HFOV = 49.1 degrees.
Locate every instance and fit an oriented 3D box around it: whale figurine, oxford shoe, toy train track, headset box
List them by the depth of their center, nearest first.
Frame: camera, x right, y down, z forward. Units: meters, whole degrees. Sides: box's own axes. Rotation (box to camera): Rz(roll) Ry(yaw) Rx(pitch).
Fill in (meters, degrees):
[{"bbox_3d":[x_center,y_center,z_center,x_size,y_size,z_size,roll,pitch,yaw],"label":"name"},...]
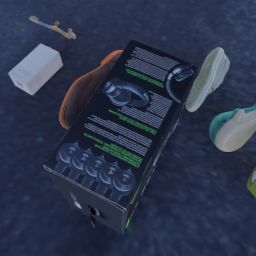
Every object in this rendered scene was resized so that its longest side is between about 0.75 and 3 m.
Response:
[{"bbox_3d":[-0.082,0.398,5.351,1.369,2.570,2.952,25,63,11],"label":"headset box"},{"bbox_3d":[2.553,-0.141,6.515,1.496,1.190,0.776,-39,49,0],"label":"whale figurine"},{"bbox_3d":[-0.630,-0.927,6.763,2.528,0.900,0.917,-50,42,-12],"label":"oxford shoe"},{"bbox_3d":[2.154,-1.227,7.359,0.607,0.790,2.102,39,65,-17],"label":"oxford shoe"},{"bbox_3d":[-2.176,-2.997,8.171,1.544,0.885,0.251,25,94,13],"label":"toy train track"}]

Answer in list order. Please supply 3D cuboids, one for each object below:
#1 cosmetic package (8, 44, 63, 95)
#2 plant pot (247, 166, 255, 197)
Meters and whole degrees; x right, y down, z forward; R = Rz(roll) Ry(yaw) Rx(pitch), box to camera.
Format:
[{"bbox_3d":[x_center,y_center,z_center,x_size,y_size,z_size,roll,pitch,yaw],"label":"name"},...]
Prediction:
[{"bbox_3d":[-2.474,-1.609,7.607,0.692,0.546,1.286,30,65,19],"label":"cosmetic package"},{"bbox_3d":[3.275,1.289,5.487,1.620,1.516,1.516,30,66,14],"label":"plant pot"}]
